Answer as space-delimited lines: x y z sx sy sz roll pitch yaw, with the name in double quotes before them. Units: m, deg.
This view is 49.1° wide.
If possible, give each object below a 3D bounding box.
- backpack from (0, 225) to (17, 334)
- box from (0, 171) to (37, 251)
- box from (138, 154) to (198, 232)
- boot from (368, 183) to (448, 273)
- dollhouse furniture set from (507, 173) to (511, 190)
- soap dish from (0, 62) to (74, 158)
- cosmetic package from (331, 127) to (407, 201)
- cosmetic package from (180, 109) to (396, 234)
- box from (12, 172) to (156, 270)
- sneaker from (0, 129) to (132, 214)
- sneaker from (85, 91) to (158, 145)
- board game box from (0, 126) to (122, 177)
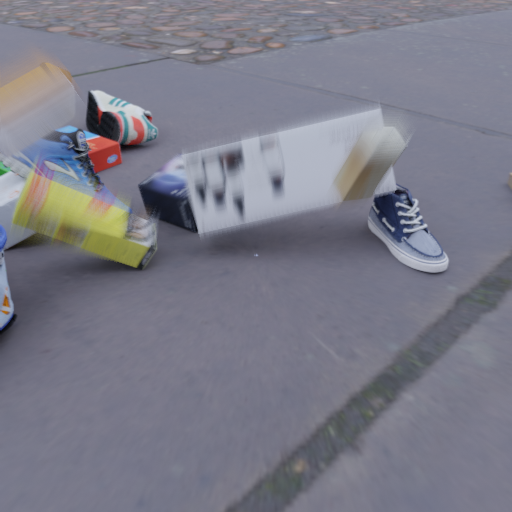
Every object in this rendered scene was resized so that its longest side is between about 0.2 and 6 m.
"backpack" -4.502 0.147 6.449 3.074 2.486 3.227 18 32 9
"box" -3.963 -0.841 9.234 0.857 0.672 1.378 -28 35 2
"box" -1.198 -1.128 9.737 1.154 0.717 1.164 18 47 31
"boot" 2.360 -0.505 8.804 0.666 0.827 1.831 -13 34 -21
"dollhouse furniture set" 5.543 -1.523 10.139 1.339 1.148 1.408 3 32 5
"soap dish" -2.830 -1.802 6.922 1.173 0.923 0.477 -40 89 -23
"cosmetic package" 1.298 -1.061 6.538 0.478 0.909 0.323 -10 60 -25
"cosmetic package" 0.483 -1.267 8.561 3.029 1.250 0.767 -13 9 5
"box" -2.425 -0.477 8.094 1.955 0.490 0.736 23 31 -27
"sneaker" -3.018 -1.419 9.106 2.531 1.129 0.994 40 14 -17
"sneaker" -3.204 -3.223 13.312 1.226 0.924 2.623 -2 28 -33
"board game box" -4.253 -1.982 11.522 1.775 0.468 2.320 23 38 32
